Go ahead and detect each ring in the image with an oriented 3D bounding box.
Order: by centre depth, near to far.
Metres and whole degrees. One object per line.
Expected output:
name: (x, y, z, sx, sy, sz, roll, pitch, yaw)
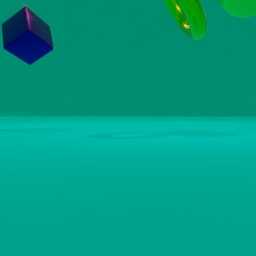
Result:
ring: (1.187, -2.830, 6.324, 0.379, 1.895, 1.895, -32, -3, 10)

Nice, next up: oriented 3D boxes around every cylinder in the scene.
cylinder: (2.811, -3.626, 6.998, 1.348, 1.348, 1.348, 0, 36, -1)

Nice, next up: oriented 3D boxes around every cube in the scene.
cube: (-2.827, -2.573, 7.905, 0.961, 0.961, 0.961, -26, -28, 19)
